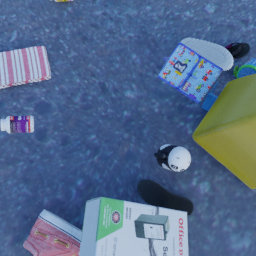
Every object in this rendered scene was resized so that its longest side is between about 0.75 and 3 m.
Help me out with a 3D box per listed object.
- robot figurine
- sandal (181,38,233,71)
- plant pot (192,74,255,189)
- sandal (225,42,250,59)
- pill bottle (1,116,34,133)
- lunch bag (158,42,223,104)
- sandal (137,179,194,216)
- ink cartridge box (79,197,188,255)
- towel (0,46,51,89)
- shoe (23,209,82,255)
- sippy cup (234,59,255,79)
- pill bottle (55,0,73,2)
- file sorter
[{"bbox_3d":[1.431,0.969,9.031,0.987,1.314,0.820,-28,103,-22],"label":"robot figurine"},{"bbox_3d":[3.258,-3.034,11.610,1.048,0.633,2.575,-42,56,-8],"label":"sandal"},{"bbox_3d":[4.293,-0.116,8.662,2.823,2.490,2.823,40,68,-4],"label":"plant pot"},{"bbox_3d":[4.353,-3.262,11.823,1.850,0.443,0.695,-16,64,-7],"label":"sandal"},{"bbox_3d":[-3.629,-0.118,9.218,1.003,0.564,0.564,-2,62,-20],"label":"pill bottle"},{"bbox_3d":[2.034,-1.946,9.721,1.856,0.873,1.397,33,100,-4],"label":"lunch bag"},{"bbox_3d":[1.145,2.326,9.084,1.960,0.469,0.737,27,65,-1],"label":"sandal"},{"bbox_3d":[0.222,3.123,7.552,2.795,1.175,2.040,16,62,-25],"label":"ink cartridge box"},{"bbox_3d":[-4.466,-2.500,11.539,2.405,0.360,1.760,-13,64,-9],"label":"towel"},{"bbox_3d":[-1.716,3.564,8.187,2.694,0.963,1.226,25,71,14],"label":"shoe"},{"bbox_3d":[4.938,-2.271,11.126,1.225,0.962,0.898,40,59,8],"label":"sippy cup"},{"bbox_3d":[-3.174,-6.304,13.278,1.105,0.576,0.576,-4,63,-2],"label":"pill bottle"},{"bbox_3d":[3.631,-0.955,10.417,1.352,0.938,0.830,31,64,14],"label":"file sorter"}]
